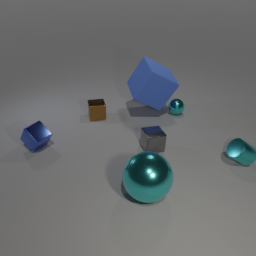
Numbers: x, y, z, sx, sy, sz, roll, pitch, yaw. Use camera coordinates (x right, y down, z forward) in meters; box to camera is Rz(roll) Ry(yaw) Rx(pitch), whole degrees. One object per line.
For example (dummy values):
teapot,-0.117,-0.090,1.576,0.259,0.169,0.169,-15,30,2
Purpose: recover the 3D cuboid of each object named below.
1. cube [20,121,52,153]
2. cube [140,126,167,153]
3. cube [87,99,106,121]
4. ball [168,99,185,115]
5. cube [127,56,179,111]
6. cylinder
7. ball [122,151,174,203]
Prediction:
cube,-3.234,0.303,9.863,0.700,0.700,0.700,46,44,7
cube,0.878,0.413,9.890,0.700,0.700,0.700,-7,32,-17
cube,-1.324,-0.772,11.927,0.700,0.700,0.700,-6,31,-11
ball,2.106,-0.931,12.191,0.700,0.700,0.700,0,31,0
cube,1.002,-1.837,11.619,1.400,1.400,1.400,21,31,-27
cylinder,3.684,0.773,9.069,0.700,0.700,0.700,29,19,-27
ball,0.541,1.331,7.691,1.400,1.400,1.400,0,31,0
